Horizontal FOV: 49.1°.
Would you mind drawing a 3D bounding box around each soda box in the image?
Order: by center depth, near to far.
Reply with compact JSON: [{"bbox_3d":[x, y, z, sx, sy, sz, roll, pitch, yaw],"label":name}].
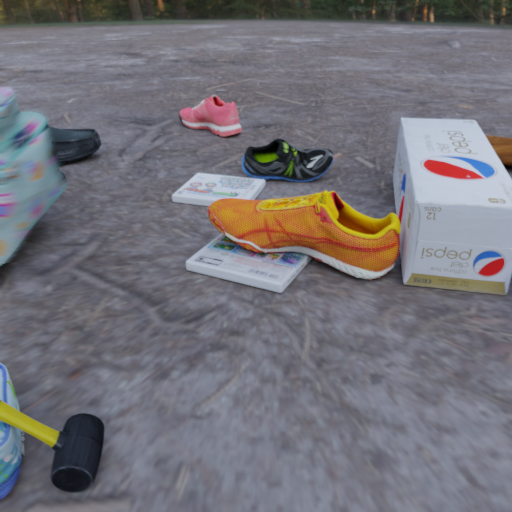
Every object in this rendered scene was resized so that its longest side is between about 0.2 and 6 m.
[{"bbox_3d":[3.213,-1.102,9.553,1.512,1.413,4.439,5,28,9],"label":"soda box"}]

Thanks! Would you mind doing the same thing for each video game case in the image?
[{"bbox_3d":[-0.040,0.015,8.753,1.604,0.190,1.460,12,29,23],"label":"video game case"},{"bbox_3d":[-0.726,-1.318,11.271,1.521,0.180,1.384,8,29,15],"label":"video game case"}]

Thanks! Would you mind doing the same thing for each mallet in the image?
[{"bbox_3d":[-2.179,1.302,4.917,2.000,0.412,0.659,42,20,-17],"label":"mallet"}]

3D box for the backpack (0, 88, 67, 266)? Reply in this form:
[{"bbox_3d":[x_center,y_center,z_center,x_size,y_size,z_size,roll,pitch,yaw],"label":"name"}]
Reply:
[{"bbox_3d":[-4.647,-1.023,8.205,2.740,2.390,3.117,4,49,8],"label":"backpack"}]

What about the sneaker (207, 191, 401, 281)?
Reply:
[{"bbox_3d":[0.714,-0.569,8.522,2.980,1.149,1.087,11,32,11],"label":"sneaker"}]

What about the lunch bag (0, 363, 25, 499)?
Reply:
[{"bbox_3d":[-3.053,1.681,5.039,1.751,0.722,1.407,-12,32,-21],"label":"lunch bag"}]

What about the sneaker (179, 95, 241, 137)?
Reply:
[{"bbox_3d":[-1.253,-3.966,15.408,2.267,0.983,0.835,23,35,37],"label":"sneaker"}]

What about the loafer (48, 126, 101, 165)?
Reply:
[{"bbox_3d":[-5.272,-2.665,12.747,3.332,1.170,1.131,-7,29,-13],"label":"loafer"}]

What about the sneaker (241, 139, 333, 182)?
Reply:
[{"bbox_3d":[0.675,-2.016,11.730,1.953,0.809,0.692,-1,61,-4],"label":"sneaker"}]

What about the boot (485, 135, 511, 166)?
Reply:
[{"bbox_3d":[5.891,-2.154,11.913,3.175,1.087,2.989,15,32,27],"label":"boot"}]
